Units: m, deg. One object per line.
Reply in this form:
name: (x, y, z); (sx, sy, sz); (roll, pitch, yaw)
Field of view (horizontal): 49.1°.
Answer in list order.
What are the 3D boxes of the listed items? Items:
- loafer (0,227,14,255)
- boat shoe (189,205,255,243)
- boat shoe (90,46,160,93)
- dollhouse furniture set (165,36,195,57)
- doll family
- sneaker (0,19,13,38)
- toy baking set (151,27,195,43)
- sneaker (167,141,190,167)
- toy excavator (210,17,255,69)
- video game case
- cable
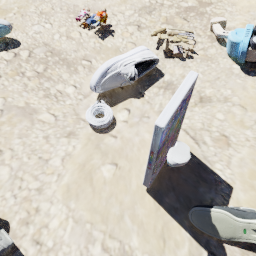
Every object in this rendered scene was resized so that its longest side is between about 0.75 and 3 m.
loafer: (-3.926, 2.181, 7.268); (0.978, 0.980, 2.802); (-38, 73, -12)
boat shoe: (2.786, 2.439, 7.362); (2.327, 0.836, 0.787); (7, 18, 13)
boat shoe: (-0.046, -2.042, 10.066); (2.891, 1.063, 0.945); (-39, 60, -22)
dollhouse furniture set: (2.072, -3.224, 11.196); (1.134, 0.502, 0.588); (6, 56, 4)
doll family: (-1.454, -4.789, 12.249); (1.618, 0.729, 1.004); (22, 65, 35)
sneaker: (-5.926, -3.657, 11.346); (2.513, 0.929, 1.030); (-12, 68, 0)
toy baking set: (1.900, -3.829, 11.592); (1.561, 0.237, 2.034); (23, 39, 18)
sneaker: (1.007, 0.652, 5.778); (0.441, 0.489, 1.194); (30, 19, 14)
toy excavator: (4.280, -3.621, 11.196); (2.342, 1.170, 2.277); (15, 56, 20)
video game case: (1.074, 0.149, 7.425); (0.256, 2.836, 2.031); (26, 55, 16)
cable: (-0.960, -0.412, 9.414); (0.928, 0.321, 0.928); (-38, 66, -22)
